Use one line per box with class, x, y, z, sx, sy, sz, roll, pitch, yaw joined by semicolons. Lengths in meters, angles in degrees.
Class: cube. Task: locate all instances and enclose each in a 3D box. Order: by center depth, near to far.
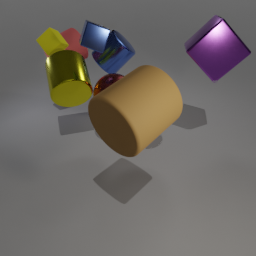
cube;-1.010;-2.729;8.342;0.700;0.700;0.700;15;20;-20
cube;2.835;-2.596;9.107;1.400;1.400;1.400;43;24;-13
cube;-2.733;-3.095;10.176;0.700;0.700;0.700;-38;0;13

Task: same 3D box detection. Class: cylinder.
cylinder;0.152;-0.358;5.721;1.400;1.400;1.400;27;53;35
cylinder;-2.014;-1.665;9.521;1.400;1.400;1.400;-10;60;-14
cylinder;-2.633;-3.282;11.833;1.400;1.400;1.400;-35;44;-20
cylinder;-0.632;-3.312;12.342;1.400;1.400;1.400;40;24;-22

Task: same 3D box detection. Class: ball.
ball;-0.464;-1.125;9.396;1.400;1.400;1.400;0;33;0
